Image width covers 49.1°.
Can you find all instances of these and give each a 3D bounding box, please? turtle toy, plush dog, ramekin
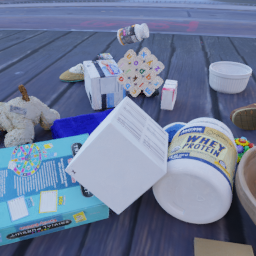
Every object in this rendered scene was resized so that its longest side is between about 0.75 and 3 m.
[{"bbox_3d":[3.446,0.673,8.365,0.857,0.594,1.175,-10,33,-16],"label":"turtle toy"},{"bbox_3d":[-3.757,-0.399,9.360,1.947,1.819,2.267,-8,24,31],"label":"plush dog"},{"bbox_3d":[4.647,-2.316,12.917,1.842,0.967,1.842,0,31,0],"label":"ramekin"}]

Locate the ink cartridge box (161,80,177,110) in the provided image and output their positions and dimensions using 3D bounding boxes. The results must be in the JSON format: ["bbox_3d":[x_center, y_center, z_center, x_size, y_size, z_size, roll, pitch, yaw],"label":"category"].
[{"bbox_3d":[1.692,-1.372,11.476,0.491,0.843,1.164,8,32,13],"label":"ink cartridge box"}]

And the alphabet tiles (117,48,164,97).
[{"bbox_3d":[0.377,-1.730,8.831,1.475,1.442,0.108,44,28,-2],"label":"alphabet tiles"}]

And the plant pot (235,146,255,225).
[{"bbox_3d":[3.661,1.697,5.863,2.945,1.360,2.945,2,35,-2],"label":"plant pot"}]

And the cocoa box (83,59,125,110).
[{"bbox_3d":[-1.005,-1.885,11.773,1.382,1.405,2.107,-8,32,-13],"label":"cocoa box"}]

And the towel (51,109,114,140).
[{"bbox_3d":[-0.881,0.079,9.202,2.933,0.727,2.166,-16,35,-24],"label":"towel"}]

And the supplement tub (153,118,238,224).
[{"bbox_3d":[1.744,0.918,6.903,1.724,1.724,2.388,12,34,19],"label":"supplement tub"}]

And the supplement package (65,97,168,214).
[{"bbox_3d":[-0.127,0.521,6.475,1.513,1.525,2.009,42,21,-8],"label":"supplement package"}]

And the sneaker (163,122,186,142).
[{"bbox_3d":[1.971,0.307,8.881,1.770,0.679,0.985,2,22,-9],"label":"sneaker"}]

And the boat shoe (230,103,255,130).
[{"bbox_3d":[4.570,-0.467,10.105,2.306,0.830,0.779,-5,26,-21],"label":"boat shoe"}]

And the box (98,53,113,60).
[{"bbox_3d":[-1.361,-4.210,16.755,0.726,0.200,1.063,-8,32,-13],"label":"box"}]

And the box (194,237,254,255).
[{"bbox_3d":[1.919,2.672,5.537,1.182,0.126,0.966,5,31,9],"label":"box"}]

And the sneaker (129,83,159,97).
[{"bbox_3d":[0.584,-1.589,12.198,0.926,0.606,1.603,-24,28,-25],"label":"sneaker"}]

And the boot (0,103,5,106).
[{"bbox_3d":[-5.378,-0.521,10.176,1.594,0.746,2.051,15,33,23],"label":"boot"}]

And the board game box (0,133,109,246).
[{"bbox_3d":[-2.180,1.380,6.690,2.991,0.702,2.258,-9,45,-15],"label":"board game box"}]

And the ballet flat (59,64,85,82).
[{"bbox_3d":[-2.019,-2.805,13.813,2.755,0.868,0.946,-1,31,-2],"label":"ballet flat"}]

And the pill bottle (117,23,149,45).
[{"bbox_3d":[0.192,-3.407,10.164,1.046,0.609,0.609,-8,26,26],"label":"pill bottle"}]
